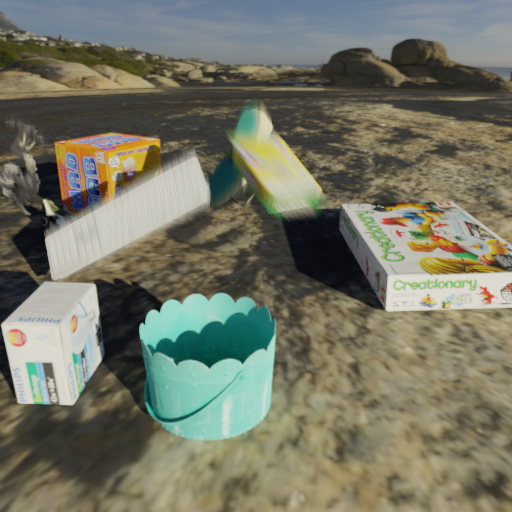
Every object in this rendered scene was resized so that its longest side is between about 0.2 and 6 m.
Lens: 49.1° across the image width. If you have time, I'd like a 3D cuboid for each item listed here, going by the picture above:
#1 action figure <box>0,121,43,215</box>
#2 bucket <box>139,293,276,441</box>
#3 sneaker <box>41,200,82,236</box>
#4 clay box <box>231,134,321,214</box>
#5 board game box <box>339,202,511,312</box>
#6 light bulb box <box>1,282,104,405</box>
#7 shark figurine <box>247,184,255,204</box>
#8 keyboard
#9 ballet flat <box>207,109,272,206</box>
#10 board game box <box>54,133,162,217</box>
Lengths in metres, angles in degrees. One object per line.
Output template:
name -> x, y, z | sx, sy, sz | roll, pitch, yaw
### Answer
action figure -> -4.410, -1.596, 10.319 | 0.826, 1.618, 0.962 | 6, 0, -3
bucket -> -0.521, 1.202, 6.237 | 1.596, 1.038, 1.596 | 0, 21, 0
sneaker -> -4.104, -0.729, 11.934 | 0.759, 0.659, 1.714 | -2, 25, -34
clay box -> 0.238, -1.228, 8.105 | 0.809, 0.335, 1.407 | -12, 49, -25
board game box -> 3.053, -0.147, 10.157 | 2.428, 0.666, 3.846 | -2, 21, -3
light bulb box -> -2.357, 1.013, 6.653 | 0.678, 1.077, 1.086 | 1, 23, 5
shark figurine -> -0.016, -1.759, 12.996 | 0.857, 1.227, 2.054 | 33, 10, -22
keyboard -> -2.088, -0.580, 8.840 | 2.910, 0.819, 0.155 | -26, -21, 11
ballet flat -> -0.255, -1.613, 9.643 | 0.637, 1.833, 0.637 | 27, -1, 0
board game box -> -3.396, -1.864, 13.148 | 1.695, 1.694, 1.696 | 14, 25, 32
